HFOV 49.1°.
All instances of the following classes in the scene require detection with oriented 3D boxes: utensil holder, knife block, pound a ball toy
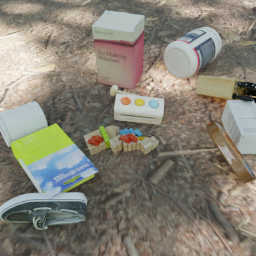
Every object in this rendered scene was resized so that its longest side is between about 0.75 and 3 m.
[{"bbox_3d":[-3.982,-0.189,10.504,1.532,1.302,1.302,-26,50,-27],"label":"utensil holder"},{"bbox_3d":[4.149,-1.600,11.436,2.615,0.837,2.296,13,8,12],"label":"knife block"},{"bbox_3d":[0.303,-1.082,11.344,2.240,0.951,1.460,7,59,0],"label":"pound a ball toy"}]

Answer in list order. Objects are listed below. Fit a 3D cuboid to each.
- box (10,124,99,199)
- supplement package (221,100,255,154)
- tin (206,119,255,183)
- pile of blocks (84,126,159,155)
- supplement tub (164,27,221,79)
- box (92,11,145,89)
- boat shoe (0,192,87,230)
[{"bbox_3d":[-2.491,1.142,9.429,1.809,0.707,2.968,-27,48,-28],"label":"box"},{"bbox_3d":[4.354,-0.057,10.524,1.080,1.040,1.898,0,44,0],"label":"supplement package"},{"bbox_3d":[3.360,0.763,9.234,0.482,1.288,2.300,-35,78,17],"label":"tin"},{"bbox_3d":[-0.268,0.307,10.030,2.747,0.854,1.128,0,65,0],"label":"pile of blocks"},{"bbox_3d":[3.188,-3.723,13.716,1.839,1.839,2.620,33,53,30],"label":"supplement tub"},{"bbox_3d":[-0.366,-3.483,12.661,1.868,2.922,1.592,13,48,15],"label":"box"},{"bbox_3d":[-2.424,2.437,8.056,2.514,0.906,0.892,-7,43,-8],"label":"boat shoe"}]
